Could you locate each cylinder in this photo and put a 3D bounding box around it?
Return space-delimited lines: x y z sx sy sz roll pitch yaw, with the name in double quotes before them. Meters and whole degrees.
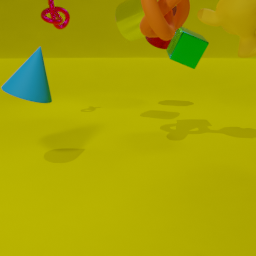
"cylinder" 0.401 -3.340 8.383 1.149 1.149 1.149 -9 7 37
"cylinder" 1.422 -3.916 10.779 1.263 1.263 1.263 9 49 -10

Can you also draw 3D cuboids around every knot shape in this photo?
"knot shape" -2.448 -3.860 9.305 0.504 1.020 1.090 -15 6 29
"knot shape" 0.896 -2.790 6.485 0.948 2.052 1.920 26 -16 8

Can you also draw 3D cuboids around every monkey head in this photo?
"monkey head" 2.584 -2.355 6.143 1.934 1.391 1.165 -3 -12 31

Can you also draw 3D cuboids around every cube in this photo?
"cube" 1.626 -2.243 7.775 0.793 0.793 0.793 19 30 -12

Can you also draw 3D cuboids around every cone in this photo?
"cone" -1.814 -1.096 5.396 0.963 0.966 0.963 19 13 -4
